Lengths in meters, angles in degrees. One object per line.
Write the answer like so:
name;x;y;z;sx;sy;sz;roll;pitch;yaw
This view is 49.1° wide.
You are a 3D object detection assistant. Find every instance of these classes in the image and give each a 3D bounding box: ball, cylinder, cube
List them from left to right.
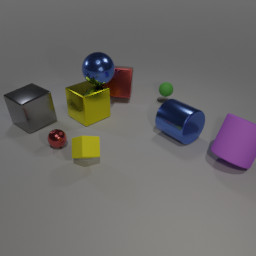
cube;-4.083;-0.858;11.792;1.400;1.400;1.400;25;44;35
ball;-2.647;0.387;10.474;0.700;0.700;0.700;0;31;0
cube;-1.432;0.656;9.481;0.700;0.700;0.700;5;-12;-41
cube;-1.749;-1.138;12.365;1.400;1.400;1.400;-26;40;-36
ball;-1.250;-2.504;11.870;1.400;1.400;1.400;0;31;0
cube;-0.495;-2.349;14.013;1.400;1.400;1.400;5;17;2
ball;1.843;-1.864;13.551;0.700;0.700;0.700;0;31;0
cylinder;2.025;-0.275;10.927;1.400;1.400;1.400;-23;38;-33
cylinder;3.686;0.413;9.311;1.400;1.400;1.400;22;12;-5
